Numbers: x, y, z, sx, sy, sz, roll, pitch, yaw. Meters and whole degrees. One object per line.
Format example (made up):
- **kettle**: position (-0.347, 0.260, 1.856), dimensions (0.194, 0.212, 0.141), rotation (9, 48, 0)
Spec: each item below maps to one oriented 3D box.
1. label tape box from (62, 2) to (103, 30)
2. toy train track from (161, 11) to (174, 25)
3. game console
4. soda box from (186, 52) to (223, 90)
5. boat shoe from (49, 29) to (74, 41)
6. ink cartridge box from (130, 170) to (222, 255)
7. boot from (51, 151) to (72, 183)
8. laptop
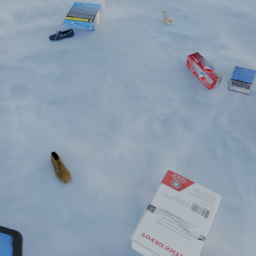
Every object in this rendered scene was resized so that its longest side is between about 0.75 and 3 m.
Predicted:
- **label tape box**: position (-2.017, -4.861, 12.553), dimensions (1.315, 0.607, 1.836), rotation (9, 57, 8)
- **toy train track**: position (1.804, -5.184, 13.040), dimensions (0.618, 0.175, 1.077), rotation (-4, 54, -3)
- **game console**: position (-3.657, 3.186, 6.313), dimensions (2.234, 1.322, 1.907), rotation (12, 52, 9)
- **soda box**: position (2.870, -2.194, 10.659), dimensions (0.494, 0.545, 1.556), rotation (-25, 58, -16)
- **boat shoe**: position (-2.891, -4.079, 12.116), dimensions (1.096, 0.376, 0.461), rotation (-21, 57, -15)
- **ink cartridge box**: position (1.220, 2.402, 7.144), dimensions (1.560, 0.881, 2.126), rotation (25, 58, 17)
- **boot**: position (-2.040, 1.162, 8.337), dimensions (0.405, 0.415, 1.101), rotation (-27, 60, -20)
- **laptop**: position (4.252, -1.774, 10.401), dimensions (0.778, 0.482, 0.831), rotation (17, 56, 13)
